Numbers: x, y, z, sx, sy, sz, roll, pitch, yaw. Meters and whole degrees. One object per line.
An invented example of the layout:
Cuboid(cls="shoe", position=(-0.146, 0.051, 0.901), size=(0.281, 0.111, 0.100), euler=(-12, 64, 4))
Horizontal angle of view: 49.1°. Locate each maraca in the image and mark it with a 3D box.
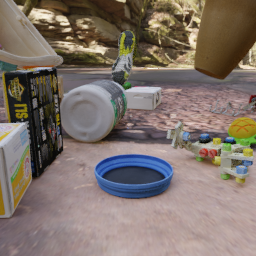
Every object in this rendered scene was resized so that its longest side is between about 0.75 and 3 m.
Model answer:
Cuboid(cls="maraca", position=(3.270, 0.138, 7.933), size=(0.852, 0.665, 1.243), euler=(-5, 33, 29))

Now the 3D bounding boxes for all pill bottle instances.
Cuboid(cls="pill bottle", position=(-0.919, -0.691, 9.004), size=(1.612, 1.612, 2.851), euler=(3, 16, 10))

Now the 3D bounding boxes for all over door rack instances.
Cuboid(cls="over door rack", position=(4.396, -0.895, 11.872), size=(1.605, 0.535, 1.186), euler=(-12, 20, -37))

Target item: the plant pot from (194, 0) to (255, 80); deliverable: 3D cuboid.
Cuboid(cls="plant pot", position=(3.565, -3.257, 10.502), size=(2.444, 2.623, 2.444), euler=(22, 9, -4))

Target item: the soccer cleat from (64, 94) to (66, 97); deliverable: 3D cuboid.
Cuboid(cls="soccer cleat", position=(-3.376, -1.921, 16.183), size=(0.760, 0.263, 0.295), euler=(-26, 37, -36))

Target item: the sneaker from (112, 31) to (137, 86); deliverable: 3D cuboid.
Cuboid(cls="sneaker", position=(-0.017, -2.605, 10.750), size=(0.768, 2.063, 0.873), euler=(18, 12, 19))

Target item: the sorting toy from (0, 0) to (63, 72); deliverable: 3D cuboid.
Cuboid(cls="sorting toy", position=(-3.427, -2.437, 6.822), size=(1.571, 2.940, 2.647), euler=(-39, 3, 9))

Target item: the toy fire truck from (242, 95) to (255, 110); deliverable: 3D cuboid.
Cuboid(cls="toy fire truck", position=(5.721, -1.123, 12.600), size=(1.220, 0.785, 1.074), euler=(8, 14, -11))

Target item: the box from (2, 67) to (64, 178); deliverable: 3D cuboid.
Cuboid(cls="box", position=(-1.993, -0.212, 6.205), size=(0.530, 2.150, 1.717), euler=(0, 15, 4))

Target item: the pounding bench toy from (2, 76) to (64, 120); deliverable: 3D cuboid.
Cuboid(cls="pounding bench toy", position=(-3.690, -1.610, 10.783), size=(1.532, 2.466, 1.924), euler=(6, 16, 21))

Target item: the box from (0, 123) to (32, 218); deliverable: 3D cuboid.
Cuboid(cls="box", position=(-3.005, 0.669, 4.704), size=(2.397, 1.215, 1.348), euler=(-1, 16, -3))

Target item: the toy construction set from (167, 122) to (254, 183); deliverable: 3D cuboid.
Cuboid(cls="toy construction set", position=(1.826, 0.507, 6.186), size=(1.973, 0.909, 1.294), euler=(24, 27, 33))

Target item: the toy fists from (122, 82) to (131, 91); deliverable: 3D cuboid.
Cuboid(cls="toy fists", position=(-0.830, -2.649, 18.106), size=(2.045, 0.703, 1.043), euler=(5, 9, 24))

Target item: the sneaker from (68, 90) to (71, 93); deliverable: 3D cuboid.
Cuboid(cls="sneaker", position=(-3.156, -2.058, 16.548), size=(0.946, 0.332, 0.513), euler=(4, 14, 3))

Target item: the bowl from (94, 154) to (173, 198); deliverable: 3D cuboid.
Cuboid(cls="bowl", position=(0.111, 0.919, 5.570), size=(1.551, 0.304, 1.551), euler=(0, 15, 0))

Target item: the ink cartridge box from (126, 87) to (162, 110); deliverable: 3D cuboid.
Cuboid(cls="ink cartridge box", position=(0.730, -1.447, 13.315), size=(1.411, 0.822, 1.949), euler=(5, 16, 16))
